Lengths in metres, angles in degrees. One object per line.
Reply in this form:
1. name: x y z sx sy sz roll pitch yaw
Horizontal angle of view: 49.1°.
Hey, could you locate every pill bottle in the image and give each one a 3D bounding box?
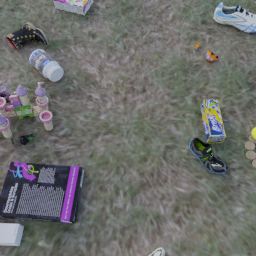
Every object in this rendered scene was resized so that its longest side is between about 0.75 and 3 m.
1. pill bottle: -3.222 -2.469 11.132 0.768 0.768 1.349 -41 67 -21

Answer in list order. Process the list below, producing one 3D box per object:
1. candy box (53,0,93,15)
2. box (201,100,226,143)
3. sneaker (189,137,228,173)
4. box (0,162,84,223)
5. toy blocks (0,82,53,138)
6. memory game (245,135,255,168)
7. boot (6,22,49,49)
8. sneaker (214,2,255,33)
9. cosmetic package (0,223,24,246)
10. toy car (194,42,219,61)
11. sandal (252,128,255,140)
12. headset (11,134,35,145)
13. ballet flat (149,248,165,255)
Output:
1. candy box: -2.599 -6.047 13.364 1.578 0.481 1.076 17 61 9
2. box: 3.018 -0.246 9.999 0.549 0.504 1.566 -1 59 -1
3. sneaker: 2.639 0.906 9.260 0.538 0.628 1.516 -36 66 -17
4. box: -2.704 1.982 8.759 2.425 0.438 1.734 5 59 1
5. toy blocks: -3.690 -0.978 9.648 1.874 1.688 2.005 -11 60 -13
6. memory game: 4.855 0.844 9.600 1.684 0.107 1.684 0 59 0
7. boot: -4.301 -3.824 11.997 1.275 0.620 1.694 -39 64 -21
8. sneaker: 5.109 -4.924 12.493 2.481 0.899 0.892 18 60 8
9. cosmetic package: -3.649 3.078 8.113 1.048 0.444 0.564 0 58 2
10. toy car: 3.306 -3.172 11.895 0.380 0.560 1.141 -55 45 19
11. sandal: 5.444 -0.134 9.593 2.294 0.999 0.912 -16 55 -19
12. headset: -3.600 0.369 9.603 0.751 0.464 0.353 -24 78 -23
13. ballet flat: 0.634 3.699 7.826 0.997 0.358 0.358 -37 67 -19
